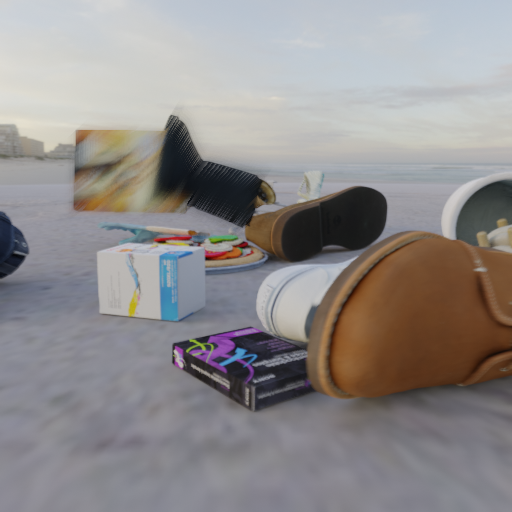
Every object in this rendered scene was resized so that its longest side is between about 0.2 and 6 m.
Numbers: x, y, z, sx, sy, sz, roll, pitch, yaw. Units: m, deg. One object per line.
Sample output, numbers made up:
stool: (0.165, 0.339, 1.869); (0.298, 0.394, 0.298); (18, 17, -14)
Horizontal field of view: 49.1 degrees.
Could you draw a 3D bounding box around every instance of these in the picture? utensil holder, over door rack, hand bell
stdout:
utensil holder: (3.708, -0.464, 8.595); (1.611, 1.611, 1.896); (2, 8, 14)
over door rack: (0.082, -0.933, 12.755); (1.996, 0.900, 2.702); (6, -10, 31)
hand bell: (-0.179, -0.924, 10.588); (0.560, 0.560, 1.076); (-11, -20, -49)

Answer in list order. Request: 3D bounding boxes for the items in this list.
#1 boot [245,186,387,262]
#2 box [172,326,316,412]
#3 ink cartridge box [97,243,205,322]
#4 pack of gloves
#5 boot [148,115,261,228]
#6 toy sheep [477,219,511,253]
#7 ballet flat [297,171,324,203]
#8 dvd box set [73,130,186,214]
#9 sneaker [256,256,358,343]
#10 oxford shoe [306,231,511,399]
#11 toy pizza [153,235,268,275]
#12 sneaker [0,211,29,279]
boot: (1.281, -0.732, 11.074); (3.531, 1.300, 1.332); (-12, 17, -41)
box: (-0.032, 0.878, 4.602); (0.860, 0.217, 1.203); (-7, 13, -37)
ink cartridge box: (-1.213, 0.278, 6.553); (1.037, 0.750, 0.764); (3, 10, 18)
pack of gloves: (-1.971, -0.344, 11.935); (2.476, 0.489, 2.080); (7, -1, 25)
boot: (-0.805, -1.382, 9.241); (1.706, 0.776, 2.031); (14, 44, -14)
toy sheep: (3.260, 0.065, 6.998); (1.554, 1.072, 1.072); (-22, 21, -39)
ballet flat: (1.322, -1.407, 14.119); (0.664, 0.664, 1.850); (2, 54, 13)
dvd box set: (-2.502, -1.684, 11.209); (2.249, 1.645, 0.331); (2, -1, 3)
sneaker: (1.282, 0.441, 5.552); (2.617, 0.956, 0.927); (-13, 26, -33)
oxford shoe: (1.772, 0.462, 4.366); (3.384, 1.207, 1.206); (-6, 17, -41)
toy pizza: (-1.061, -0.087, 9.840); (2.533, 0.401, 2.533); (0, 9, 0)
sneaker: (-3.570, 0.074, 7.234); (0.932, 1.772, 2.453); (-34, 57, -3)
